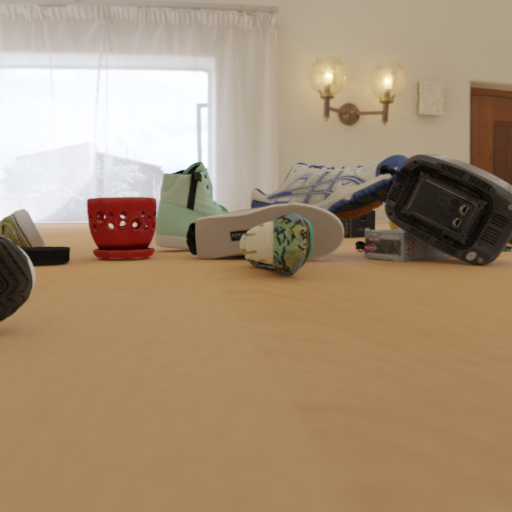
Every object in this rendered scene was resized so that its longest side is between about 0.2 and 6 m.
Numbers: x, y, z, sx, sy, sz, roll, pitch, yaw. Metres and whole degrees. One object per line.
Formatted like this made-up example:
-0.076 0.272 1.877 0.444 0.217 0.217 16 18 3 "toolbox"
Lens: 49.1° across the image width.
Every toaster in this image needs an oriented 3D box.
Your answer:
3.210 -0.886 9.278 2.361 1.342 1.525 29 24 21 "toaster"

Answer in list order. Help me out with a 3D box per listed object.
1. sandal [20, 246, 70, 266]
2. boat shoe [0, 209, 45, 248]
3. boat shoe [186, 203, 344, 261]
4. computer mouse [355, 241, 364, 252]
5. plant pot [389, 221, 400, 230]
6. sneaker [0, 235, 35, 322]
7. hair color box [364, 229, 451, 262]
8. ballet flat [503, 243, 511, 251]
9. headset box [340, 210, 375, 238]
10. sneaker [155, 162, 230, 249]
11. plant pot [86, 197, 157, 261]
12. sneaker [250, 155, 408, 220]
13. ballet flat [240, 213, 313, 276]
-4.328 -0.173 8.573 2.796 0.669 1.051 -2 5 -23 "sandal"
-4.958 -0.387 11.452 0.794 0.921 2.559 -30 15 -26 "boat shoe"
0.224 -0.471 9.960 2.716 1.014 1.260 1 11 13 "boat shoe"
2.777 -0.232 11.786 1.327 0.291 0.728 -3 4 -37 "computer mouse"
3.735 -0.560 13.920 0.859 0.610 0.859 0 5 0 "plant pot"
-2.713 0.089 3.811 2.367 0.896 0.912 1 8 -7 "sneaker"
2.816 -0.215 10.109 1.701 0.516 0.842 -3 6 -39 "hair color box"
4.410 -0.475 12.153 2.299 0.717 0.775 1 4 11 "ballet flat"
2.849 -1.074 18.642 1.929 0.895 1.680 4 6 40 "headset box"
-0.846 -1.140 12.547 1.154 1.849 3.135 11 9 40 "sneaker"
-2.356 -0.486 9.865 1.202 1.094 1.202 1 5 0 "plant pot"
1.287 -1.309 10.596 3.275 1.443 1.233 -24 -18 17 "sneaker"
0.177 -0.126 7.589 0.841 0.841 2.265 -1 -5 -7 "ballet flat"
